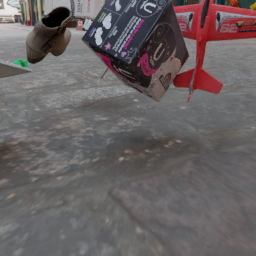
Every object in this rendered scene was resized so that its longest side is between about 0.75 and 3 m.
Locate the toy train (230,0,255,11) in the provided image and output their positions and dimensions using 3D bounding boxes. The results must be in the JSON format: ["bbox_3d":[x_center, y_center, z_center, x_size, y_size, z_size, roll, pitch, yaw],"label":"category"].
[{"bbox_3d":[3.086,-3.142,6.238,1.802,1.354,0.501,-6,65,-24],"label":"toy train"}]

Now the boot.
[{"bbox_3d":[-1.995,-2.709,7.807,0.792,1.648,2.254,38,49,-12],"label":"boot"}]

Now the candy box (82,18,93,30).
[{"bbox_3d":[-0.840,-3.236,9.422,0.850,0.380,1.246,12,18,-47],"label":"candy box"}]

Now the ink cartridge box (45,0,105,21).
[{"bbox_3d":[-1.868,-4.579,9.855,1.956,1.416,0.825,8,13,16],"label":"ink cartridge box"}]

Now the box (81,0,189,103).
[{"bbox_3d":[0.317,-1.757,6.298,1.316,1.515,2.293,32,-1,26],"label":"box"}]

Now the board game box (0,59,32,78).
[{"bbox_3d":[-3.659,-1.226,5.988,2.429,0.314,2.429,-11,6,2],"label":"board game box"}]

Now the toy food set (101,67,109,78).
[{"bbox_3d":[-0.197,-2.277,8.723,0.338,1.164,1.685,32,61,-10],"label":"toy food set"}]

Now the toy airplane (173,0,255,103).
[{"bbox_3d":[1.777,-1.980,6.596,2.826,2.826,0.520,13,13,29],"label":"toy airplane"}]
